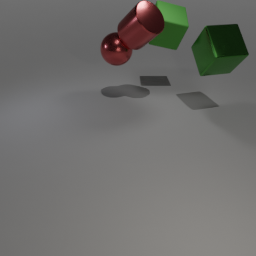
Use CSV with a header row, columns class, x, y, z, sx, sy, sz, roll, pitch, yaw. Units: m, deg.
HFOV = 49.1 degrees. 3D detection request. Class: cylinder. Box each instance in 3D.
class,x,y,z,sx,sy,sz,roll,pitch,yaw
cylinder,0.505,-4.069,11.205,1.400,1.400,1.400,-24,1,-35

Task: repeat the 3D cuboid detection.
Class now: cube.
class,x,y,z,sx,sy,sz,roll,pitch,yaw
cube,1.776,-4.654,12.753,1.400,1.400,1.400,8,56,-12
cube,3.526,-3.014,10.920,1.400,1.400,1.400,-8,73,-14

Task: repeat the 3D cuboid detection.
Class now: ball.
class,x,y,z,sx,sy,sz,roll,pitch,yaw
ball,-0.493,-3.395,12.070,1.400,1.400,1.400,0,30,0
